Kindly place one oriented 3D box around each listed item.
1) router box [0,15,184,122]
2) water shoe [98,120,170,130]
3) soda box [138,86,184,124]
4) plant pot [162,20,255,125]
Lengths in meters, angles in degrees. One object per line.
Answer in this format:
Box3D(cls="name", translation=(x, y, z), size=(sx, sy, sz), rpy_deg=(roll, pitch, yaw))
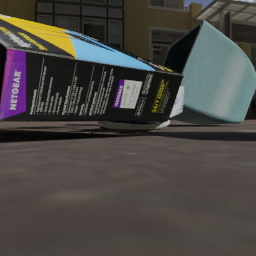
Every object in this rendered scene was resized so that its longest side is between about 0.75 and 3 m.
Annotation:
Box3D(cls="router box", translation=(-1.017, -0.958, 3.972), size=(2.172, 0.744, 2.913), rpy_deg=(-1, 26, -39))
Box3D(cls="water shoe", translation=(0.124, -0.276, 5.931), size=(1.548, 0.611, 0.553), rpy_deg=(0, 4, -3))
Box3D(cls="soda box", translation=(0.569, -0.519, 5.430), size=(0.631, 0.586, 1.848), rpy_deg=(7, 12, 24))
Box3D(cls="plant pot", translation=(2.550, -1.368, 9.273), size=(2.694, 2.638, 2.645), rpy_deg=(23, -6, -12))
